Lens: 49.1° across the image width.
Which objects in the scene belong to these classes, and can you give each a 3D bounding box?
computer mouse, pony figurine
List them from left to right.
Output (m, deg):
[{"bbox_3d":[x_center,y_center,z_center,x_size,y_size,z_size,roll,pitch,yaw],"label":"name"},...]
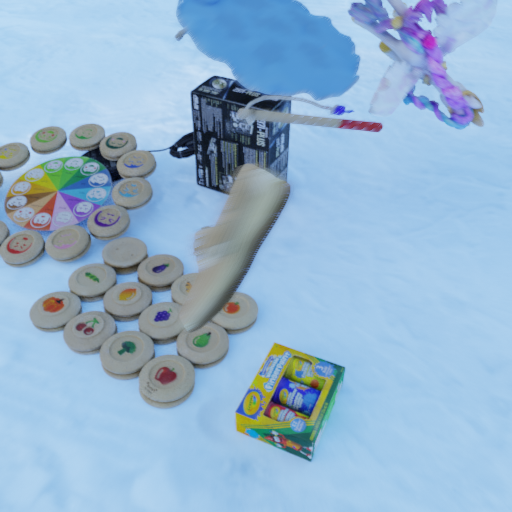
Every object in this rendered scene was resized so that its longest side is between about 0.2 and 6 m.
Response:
[{"bbox_3d":[-2.269,-2.041,11.652,2.992,0.509,0.877,-14,50,-6],"label":"computer mouse"},{"bbox_3d":[2.638,-3.351,9.080,2.656,2.291,2.751,7,47,-59],"label":"pony figurine"}]

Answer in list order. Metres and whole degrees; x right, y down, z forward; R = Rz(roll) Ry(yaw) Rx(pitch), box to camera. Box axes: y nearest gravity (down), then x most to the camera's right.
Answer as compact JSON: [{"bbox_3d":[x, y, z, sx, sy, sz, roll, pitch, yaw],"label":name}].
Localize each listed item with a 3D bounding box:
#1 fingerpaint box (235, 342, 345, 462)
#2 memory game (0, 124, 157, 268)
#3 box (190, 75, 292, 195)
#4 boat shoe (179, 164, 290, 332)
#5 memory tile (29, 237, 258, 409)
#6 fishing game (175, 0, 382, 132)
[{"bbox_3d":[0.462,1.859,7.337,1.060,0.466,1.270,17,44,19],"label":"fingerpaint box"},{"bbox_3d":[-3.831,-1.320,10.702,3.880,0.247,3.880,-2,51,3],"label":"memory game"},{"bbox_3d":[-0.288,-2.212,10.830,1.696,2.071,0.892,19,44,21],"label":"box"},{"bbox_3d":[-0.289,-0.064,5.013,0.507,0.560,1.572,31,90,11],"label":"boat shoe"},{"bbox_3d":[-1.726,0.837,8.684,3.122,0.262,2.393,24,46,26],"label":"memory tile"},{"bbox_3d":[0.179,-3.216,8.499,2.964,0.644,4.140,-1,53,-24],"label":"fishing game"}]
